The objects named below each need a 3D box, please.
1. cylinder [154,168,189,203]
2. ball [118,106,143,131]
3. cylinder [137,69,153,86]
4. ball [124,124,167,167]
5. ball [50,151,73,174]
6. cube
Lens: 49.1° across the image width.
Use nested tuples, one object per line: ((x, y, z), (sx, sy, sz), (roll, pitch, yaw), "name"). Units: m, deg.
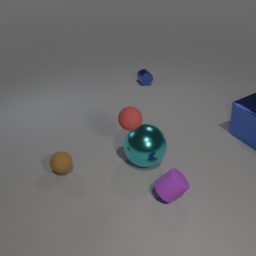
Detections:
((1.215, 1.591, 7.778), (0.700, 0.700, 0.700), (38, 23, -20), "cylinder")
((0.066, -0.270, 8.015), (0.700, 0.700, 0.700), (0, 32, 0), "ball")
((0.906, -2.701, 14.929), (0.700, 0.700, 0.700), (-9, 33, -14), "cylinder")
((0.560, 0.556, 9.027), (1.400, 1.400, 1.400), (0, 32, 0), "ball")
((-2.097, 1.080, 8.795), (0.700, 0.700, 0.700), (0, 32, 0), "ball")
((4.776, -0.302, 10.248), (1.400, 1.400, 1.400), (-21, 37, -17), "cube")
